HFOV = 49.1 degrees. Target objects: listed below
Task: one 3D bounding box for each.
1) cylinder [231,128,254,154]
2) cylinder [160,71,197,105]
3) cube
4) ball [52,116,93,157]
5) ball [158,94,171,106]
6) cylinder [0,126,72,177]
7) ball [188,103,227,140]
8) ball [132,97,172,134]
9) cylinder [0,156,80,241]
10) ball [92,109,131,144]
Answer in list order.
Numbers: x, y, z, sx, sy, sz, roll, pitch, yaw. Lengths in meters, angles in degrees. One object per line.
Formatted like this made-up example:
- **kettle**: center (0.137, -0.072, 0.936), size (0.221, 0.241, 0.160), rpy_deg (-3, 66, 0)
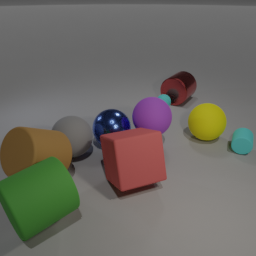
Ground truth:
- **cylinder**: center (4.045, 0.456, 9.895), size (0.700, 0.700, 0.700), rpy_deg (11, 34, 20)
- **cylinder**: center (2.536, -2.000, 14.010), size (1.400, 1.400, 1.400), rpy_deg (16, 31, 28)
- **cube**: center (0.122, 0.831, 8.100), size (1.400, 1.400, 1.400), rpy_deg (-11, 8, -20)
- **ball**: center (-1.887, 0.284, 9.422), size (1.400, 1.400, 1.400), rpy_deg (0, 27, 0)
- **ball**: center (1.698, -1.254, 13.364), size (0.700, 0.700, 0.700), rpy_deg (0, 27, 0)
- **cylinder**: center (-2.532, 0.716, 7.808), size (1.400, 1.400, 1.400), rpy_deg (18, 3, 30)
- **ball**: center (2.970, -0.232, 10.536), size (1.400, 1.400, 1.400), rpy_deg (0, 27, 0)
- **ball**: center (0.847, -0.394, 9.891), size (1.400, 1.400, 1.400), rpy_deg (0, 27, 0)
- **cylinder**: center (-2.049, 1.564, 6.382), size (1.400, 1.400, 1.400), rpy_deg (-27, 37, -31)
- **ball**: center (-0.586, 0.007, 10.131), size (1.400, 1.400, 1.400), rpy_deg (0, 27, 0)
